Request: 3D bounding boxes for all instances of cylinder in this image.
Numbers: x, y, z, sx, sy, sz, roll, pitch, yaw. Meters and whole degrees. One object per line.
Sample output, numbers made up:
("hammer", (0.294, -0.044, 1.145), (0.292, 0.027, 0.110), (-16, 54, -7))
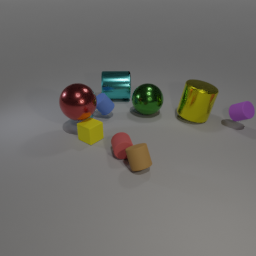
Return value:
("cylinder", (4.490, -0.658, 11.075), (0.700, 0.700, 0.700), (-18, 2, -30))
("cylinder", (-0.193, 0.605, 9.638), (0.700, 0.700, 0.700), (-5, 29, -10))
("cylinder", (2.935, -1.157, 11.894), (1.400, 1.400, 1.400), (10, 30, -6))
("cylinder", (-0.591, -2.118, 13.915), (1.400, 1.400, 1.400), (-1, 28, -2))
("cylinder", (-1.057, -1.027, 12.078), (0.700, 0.700, 0.700), (-28, 36, 23))
("cylinder", (0.342, 0.910, 8.844), (0.700, 0.700, 0.700), (-17, 6, 2))

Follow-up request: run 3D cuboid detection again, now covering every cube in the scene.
("cube", (-1.413, 0.110, 10.555), (0.700, 0.700, 0.700), (21, 35, 34))

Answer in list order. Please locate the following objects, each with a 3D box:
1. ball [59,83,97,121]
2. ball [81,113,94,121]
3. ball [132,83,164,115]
("ball", (-1.862, -0.972, 10.482), (1.400, 1.400, 1.400), (0, 28, 0))
("ball", (-1.819, -0.623, 11.906), (0.700, 0.700, 0.700), (0, 28, 0))
("ball", (0.862, -1.265, 12.346), (1.400, 1.400, 1.400), (0, 28, 0))
